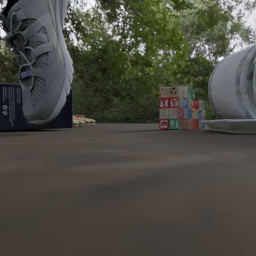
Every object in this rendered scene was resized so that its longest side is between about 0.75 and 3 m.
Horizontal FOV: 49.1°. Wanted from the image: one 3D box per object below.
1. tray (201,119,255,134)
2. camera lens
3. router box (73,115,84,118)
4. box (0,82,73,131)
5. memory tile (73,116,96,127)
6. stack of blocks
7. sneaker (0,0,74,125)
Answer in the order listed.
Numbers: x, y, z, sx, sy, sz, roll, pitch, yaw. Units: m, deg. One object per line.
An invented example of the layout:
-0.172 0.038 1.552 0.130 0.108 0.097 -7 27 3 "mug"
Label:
1.752 -0.033 4.270 0.935 0.193 1.742 1 1 3 "tray"
2.711 -0.821 5.452 1.697 1.697 2.122 0 2 -10 "camera lens"
-2.967 -0.339 12.985 1.710 0.465 1.905 0 1 -13 "router box"
-1.901 -0.353 5.131 1.324 0.778 1.302 -3 3 -41 "box"
-2.474 -0.380 9.806 2.256 0.247 2.943 11 3 7 "memory tile"
1.266 -0.421 6.322 0.451 0.887 1.541 1 1 35 "stack of blocks"
-1.303 -1.119 3.602 0.814 2.178 0.893 -11 -10 38 "sneaker"
